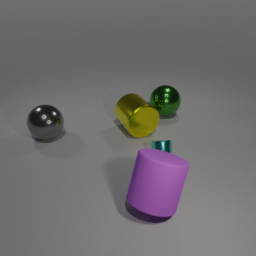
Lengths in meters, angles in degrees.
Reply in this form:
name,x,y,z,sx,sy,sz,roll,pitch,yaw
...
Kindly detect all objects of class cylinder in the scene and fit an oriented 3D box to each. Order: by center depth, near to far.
name,x,y,z,sx,sy,sz,roll,pitch,yaw
cylinder,0.788,1.419,7.527,1.400,1.400,1.400,14,9,-2
cylinder,1.172,0.776,9.642,0.700,0.700,0.700,-4,-1,0
cylinder,0.345,-0.530,11.410,1.400,1.400,1.400,-12,32,-20

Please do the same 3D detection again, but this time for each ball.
name,x,y,z,sx,sy,sz,roll,pitch,yaw
ball,-3.208,-0.221,10.919,1.400,1.400,1.400,0,30,0
ball,1.667,-1.227,12.594,1.400,1.400,1.400,0,30,0
